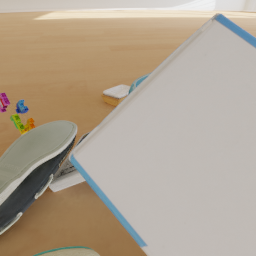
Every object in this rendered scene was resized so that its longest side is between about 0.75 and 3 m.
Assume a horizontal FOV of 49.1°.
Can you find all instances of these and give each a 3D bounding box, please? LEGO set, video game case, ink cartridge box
[{"bbox_3d":[-2.812,-0.118,7.246,0.635,1.548,0.590,-32,-6,39],"label":"LEGO set"},{"bbox_3d":[-0.401,0.356,6.270,2.371,0.277,2.156,-23,20,23],"label":"video game case"},{"bbox_3d":[1.055,0.567,3.414,1.948,2.668,1.957,-44,71,0],"label":"ink cartridge box"}]

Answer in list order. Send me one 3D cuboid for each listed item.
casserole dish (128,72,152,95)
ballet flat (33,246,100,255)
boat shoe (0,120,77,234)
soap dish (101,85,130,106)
[{"bbox_3d":[1.327,-1.249,8.881,2.881,0.559,1.745,-22,60,-5],"label":"casserole dish"},{"bbox_3d":[-1.531,2.154,3.351,2.551,0.886,0.886,-14,29,-2],"label":"ballet flat"},{"bbox_3d":[-1.940,0.848,5.394,1.070,0.854,2.830,16,40,28],"label":"boat shoe"},{"bbox_3d":[-0.278,-1.166,10.063,0.885,0.457,1.125,21,35,36],"label":"soap dish"}]
